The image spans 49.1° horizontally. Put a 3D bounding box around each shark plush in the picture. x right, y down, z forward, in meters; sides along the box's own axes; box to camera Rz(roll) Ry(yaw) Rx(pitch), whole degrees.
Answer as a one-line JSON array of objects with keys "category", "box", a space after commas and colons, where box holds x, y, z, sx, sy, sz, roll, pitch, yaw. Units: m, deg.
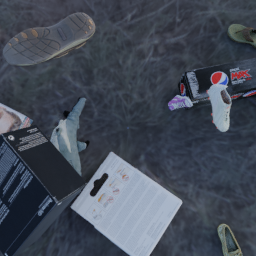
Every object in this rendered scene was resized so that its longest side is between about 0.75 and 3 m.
[{"category": "shark plush", "box": [-1.662, 0.462, 8.071, 1.135, 1.239, 2.726, 17, 57, -20]}]

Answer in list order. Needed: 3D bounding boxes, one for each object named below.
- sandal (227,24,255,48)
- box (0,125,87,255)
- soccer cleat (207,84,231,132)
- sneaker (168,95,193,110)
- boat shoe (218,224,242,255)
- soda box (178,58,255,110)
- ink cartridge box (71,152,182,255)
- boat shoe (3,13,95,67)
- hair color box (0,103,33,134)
[{"category": "sandal", "box": [3.922, -2.970, 8.929, 1.499, 0.428, 0.595, 22, 77, 5]}, {"category": "box", "box": [-2.536, 1.580, 6.700, 1.928, 1.077, 2.731, 48, 120, 12]}, {"category": "soccer cleat", "box": [2.300, -0.454, 6.825, 0.449, 0.503, 1.296, -38, 117, -32]}, {"category": "sneaker", "box": [1.354, -0.603, 7.420, 0.475, 0.832, 0.302, -37, 108, -8]}, {"category": "boat shoe", "box": [2.728, 3.130, 7.396, 0.422, 0.364, 1.157, -14, 76, -4]}, {"category": "soda box", "box": [2.995, -1.323, 8.201, 2.853, 1.010, 0.904, -11, 77, -4]}, {"category": "ink cartridge box", "box": [-0.027, 2.097, 7.607, 2.376, 0.595, 1.912, 34, 78, 13]}, {"category": "boat shoe", "box": [-1.841, -1.997, 6.843, 2.265, 0.830, 0.844, -24, 84, -12]}, {"category": "hair color box", "box": [-4.047, -0.288, 8.083, 2.194, 0.664, 1.097, 26, 79, 4]}]
